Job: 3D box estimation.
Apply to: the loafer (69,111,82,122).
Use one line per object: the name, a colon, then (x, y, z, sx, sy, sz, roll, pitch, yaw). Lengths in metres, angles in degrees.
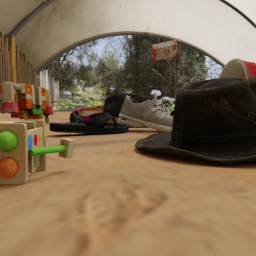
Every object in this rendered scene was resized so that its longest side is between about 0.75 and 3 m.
loafer: (-2.296, -0.510, 12.439, 0.460, 0.476, 1.356, 0, 4, 2)

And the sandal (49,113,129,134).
sandal: (-0.821, -0.133, 6.781, 2.125, 0.509, 0.799, 1, 4, -38)

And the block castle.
block castle: (-4.193, -0.770, 10.325, 1.974, 1.386, 2.953, -5, 0, 13)

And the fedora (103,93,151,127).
fedora: (-0.004, -0.637, 9.820, 2.437, 1.113, 2.437, 0, 4, 0)

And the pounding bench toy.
pounding bench toy: (-0.950, 0.196, 2.564, 0.827, 0.514, 0.645, 0, 4, 0)

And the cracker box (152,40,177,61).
cracker box: (1.402, -2.976, 10.770, 0.938, 0.271, 0.629, -13, -31, 1)

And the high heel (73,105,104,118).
high heel: (-1.853, -0.928, 15.306, 2.323, 0.782, 1.114, -4, -6, 7)

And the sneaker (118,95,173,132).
sneaker: (0.815, -0.406, 7.490, 2.234, 0.916, 0.835, 8, 6, 13)

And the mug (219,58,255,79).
mug: (4.373, -0.606, 8.060, 2.993, 2.656, 1.997, 4, -33, -8)

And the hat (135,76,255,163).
hat: (1.501, -0.226, 4.262, 2.810, 1.133, 2.810, -1, 3, 0)
